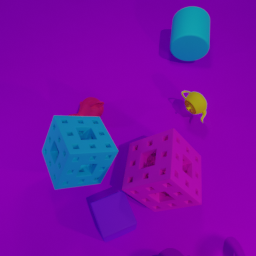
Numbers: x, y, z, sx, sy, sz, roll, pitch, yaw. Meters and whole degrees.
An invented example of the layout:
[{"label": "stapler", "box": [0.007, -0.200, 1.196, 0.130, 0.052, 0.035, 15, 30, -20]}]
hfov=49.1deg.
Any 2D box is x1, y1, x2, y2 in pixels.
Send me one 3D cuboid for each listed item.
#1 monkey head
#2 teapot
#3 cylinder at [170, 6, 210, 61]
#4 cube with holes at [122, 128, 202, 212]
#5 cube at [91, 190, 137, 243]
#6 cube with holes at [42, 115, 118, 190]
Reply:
[{"label": "monkey head", "box": [-1.242, -0.538, 8.343, 0.989, 1.375, 0.828, 9, 90, -32]}, {"label": "teapot", "box": [1.984, -0.671, 8.294, 0.550, 0.699, 1.124, -35, 79, -11]}, {"label": "cylinder", "box": [2.125, -3.198, 9.579, 1.287, 1.287, 1.287, 7, 64, 4]}, {"label": "cube with holes", "box": [0.883, 1.092, 6.936, 1.351, 1.351, 1.351, -21, 42, 35]}, {"label": "cube", "box": [-0.346, 2.219, 7.005, 0.875, 0.875, 0.875, -20, 63, -11]}, {"label": "cube with holes", "box": [-1.242, 0.578, 6.999, 1.252, 1.252, 1.252, 0, 43, -36]}]
